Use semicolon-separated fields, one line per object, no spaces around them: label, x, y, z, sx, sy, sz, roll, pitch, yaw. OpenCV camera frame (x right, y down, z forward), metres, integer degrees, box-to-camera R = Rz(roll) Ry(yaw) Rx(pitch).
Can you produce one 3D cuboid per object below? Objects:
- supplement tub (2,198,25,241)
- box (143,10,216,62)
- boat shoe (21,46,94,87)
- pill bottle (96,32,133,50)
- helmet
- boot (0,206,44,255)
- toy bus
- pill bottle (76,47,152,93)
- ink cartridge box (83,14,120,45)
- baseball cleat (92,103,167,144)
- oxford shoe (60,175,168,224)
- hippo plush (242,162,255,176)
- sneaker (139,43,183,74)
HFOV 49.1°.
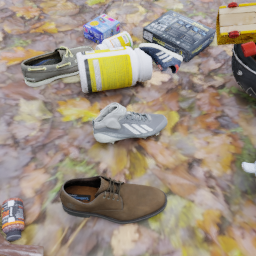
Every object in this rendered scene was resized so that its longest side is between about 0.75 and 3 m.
supplement tub;-2.564;2.039;6.263;0.462;0.462;0.864;-13;53;-10
box;1.879;-3.486;10.434;2.139;0.546;1.687;36;62;25
boat shoe;-2.231;-2.215;9.311;2.615;0.782;0.934;-26;57;-19
pill bottle;-0.499;-2.879;9.893;1.212;0.673;0.673;-30;58;-20
helmet;4.485;-2.068;7.951;2.946;2.808;2.946;22;35;-16
boot;-2.374;2.407;5.904;1.534;0.493;1.430;7;71;9
toy bus;3.011;-2.543;6.921;1.620;0.887;1.717;-45;77;2
pill bottle;-0.423;-1.857;8.760;2.197;1.256;1.256;-9;53;-8
ink cartridge box;-1.064;-3.705;10.643;0.913;0.511;1.338;34;62;24
baseball cleat;0.103;-0.203;7.549;2.128;1.132;0.742;-16;40;-15
oxford shoe;-0.320;1.556;6.281;2.481;1.047;0.901;0;51;-2
hippo plush;3.916;0.702;6.158;2.112;2.651;2.132;19;61;41
sneaker;0.770;-1.655;6.783;1.188;0.445;0.502;16;92;-20
